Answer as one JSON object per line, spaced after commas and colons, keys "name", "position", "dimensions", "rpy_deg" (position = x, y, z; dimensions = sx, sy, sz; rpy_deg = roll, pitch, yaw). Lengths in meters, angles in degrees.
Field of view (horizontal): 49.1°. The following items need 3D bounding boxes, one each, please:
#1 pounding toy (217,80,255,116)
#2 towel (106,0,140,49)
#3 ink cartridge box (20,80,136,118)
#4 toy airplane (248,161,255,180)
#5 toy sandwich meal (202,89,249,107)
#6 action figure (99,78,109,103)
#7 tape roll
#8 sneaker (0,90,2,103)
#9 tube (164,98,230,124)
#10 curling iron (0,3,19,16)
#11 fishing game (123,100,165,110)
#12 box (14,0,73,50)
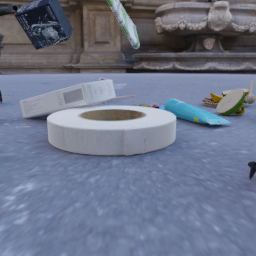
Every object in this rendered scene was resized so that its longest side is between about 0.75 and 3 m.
{"name": "pounding toy", "position": [3.624, -0.766, 9.110], "dimensions": [1.360, 0.631, 1.050], "rpy_deg": [-35, 20, 44]}
{"name": "towel", "position": [-0.228, -4.025, 9.760], "dimensions": [0.342, 2.230, 1.663], "rpy_deg": [-24, 44, 14]}
{"name": "ink cartridge box", "position": [-1.522, -0.934, 8.746], "dimensions": [2.735, 0.612, 2.410], "rpy_deg": [-8, 7, 34]}
{"name": "toy airplane", "position": [2.837, 0.680, 3.335], "dimensions": [2.702, 0.497, 2.702], "rpy_deg": [1, 12, 0]}
{"name": "toy sandwich meal", "position": [3.906, -1.219, 11.156], "dimensions": [1.888, 0.646, 1.888], "rpy_deg": [0, 13, 0]}
{"name": "action figure", "position": [-1.207, -1.686, 12.229], "dimensions": [1.098, 1.220, 1.639], "rpy_deg": [11, 2, 21]}
{"name": "tape roll", "position": [-0.358, -0.059, 6.438], "dimensions": [2.936, 0.537, 2.936], "rpy_deg": [0, 12, 0]}
{"name": "sneaker", "position": [-5.665, -1.216, 11.425], "dimensions": [0.852, 0.558, 1.475], "rpy_deg": [-6, 15, -14]}
{"name": "tube", "position": [1.910, -0.419, 8.187], "dimensions": [0.816, 0.531, 2.107], "rpy_deg": [-8, 20, -29]}
{"name": "curling iron", "position": [-1.857, -1.495, 3.667], "dimensions": [1.537, 0.196, 0.381], "rpy_deg": [15, 53, 36]}
{"name": "fishing game", "position": [0.520, -0.786, 9.940], "dimensions": [2.586, 0.402, 1.852], "rpy_deg": [-6, 12, -23]}
{"name": "box", "position": [-2.255, -2.866, 7.629], "dimensions": [1.060, 1.079, 0.669], "rpy_deg": [-13, 44, 15]}
